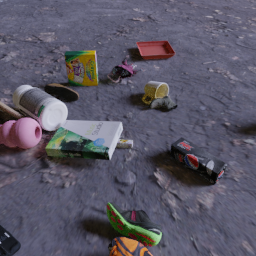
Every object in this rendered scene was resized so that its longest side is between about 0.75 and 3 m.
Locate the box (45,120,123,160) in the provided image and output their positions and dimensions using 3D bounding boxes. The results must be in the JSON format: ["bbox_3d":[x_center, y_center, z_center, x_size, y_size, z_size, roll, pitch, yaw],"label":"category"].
[{"bbox_3d":[-1.562,0.383,10.283,2.406,0.437,1.737,1,38,16],"label":"box"}]

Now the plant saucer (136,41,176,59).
[{"bbox_3d":[1.631,-4.680,16.892,2.037,0.374,2.040,-5,38,-6],"label":"plant saucer"}]

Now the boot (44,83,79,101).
[{"bbox_3d":[-2.964,-1.741,13.006,1.741,0.641,0.657,19,32,14],"label":"boot"}]

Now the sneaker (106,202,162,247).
[{"bbox_3d":[0.143,2.574,7.718,1.727,0.663,0.723,28,36,18],"label":"sneaker"}]

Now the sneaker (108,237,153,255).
[{"bbox_3d":[-0.415,3.392,6.576,2.208,0.856,1.237,-9,34,-27],"label":"sneaker"}]

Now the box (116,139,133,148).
[{"bbox_3d":[-0.393,0.562,10.453,1.154,0.239,0.223,3,38,5],"label":"box"}]

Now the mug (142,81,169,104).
[{"bbox_3d":[1.158,-1.703,12.815,1.129,0.904,0.927,-24,36,-35],"label":"mug"}]

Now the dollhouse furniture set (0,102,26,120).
[{"bbox_3d":[-5.692,0.100,10.872,2.335,2.000,2.455,21,78,25],"label":"dollhouse furniture set"}]

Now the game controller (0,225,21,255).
[{"bbox_3d":[-3.387,3.012,7.454,1.141,0.240,0.595,26,31,28],"label":"game controller"}]

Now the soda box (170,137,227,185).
[{"bbox_3d":[2.340,1.085,9.512,0.661,0.592,1.869,-31,48,-33],"label":"soda box"}]

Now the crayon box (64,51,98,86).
[{"bbox_3d":[-2.223,-2.867,13.586,1.439,1.668,0.486,-1,39,0],"label":"crayon box"}]

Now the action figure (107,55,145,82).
[{"bbox_3d":[-0.033,-2.936,14.550,1.187,1.320,1.772,46,29,0],"label":"action figure"}]

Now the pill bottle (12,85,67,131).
[{"bbox_3d":[-3.643,-0.887,11.428,2.251,1.273,1.273,30,47,31],"label":"pill bottle"}]

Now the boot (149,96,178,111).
[{"bbox_3d":[1.569,-1.000,12.315,1.160,0.393,0.757,-22,49,-23],"label":"boot"}]

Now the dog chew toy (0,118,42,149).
[{"bbox_3d":[-4.154,0.204,10.280,1.812,1.128,1.128,-2,38,8],"label":"dog chew toy"}]
